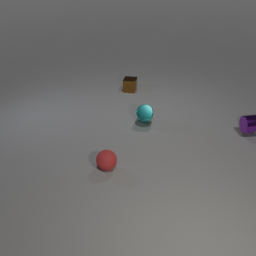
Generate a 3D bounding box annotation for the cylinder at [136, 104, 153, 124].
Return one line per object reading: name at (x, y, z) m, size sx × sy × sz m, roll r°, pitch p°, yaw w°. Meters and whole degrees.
cylinder at (0.718, -0.578, 11.874) m, size 0.700 × 0.700 × 0.700 m, roll 3°, pitch -10°, yaw 5°

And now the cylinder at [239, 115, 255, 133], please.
cylinder at (4.893, -0.168, 11.105) m, size 0.700 × 0.700 × 0.700 m, roll -5°, pitch 31°, yaw -3°

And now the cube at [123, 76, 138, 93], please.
cube at (0.120, -2.339, 15.114) m, size 0.700 × 0.700 × 0.700 m, roll 5°, pitch 31°, yaw 8°

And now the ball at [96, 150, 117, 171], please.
ball at (-0.715, 1.073, 9.358) m, size 0.700 × 0.700 × 0.700 m, roll 0°, pitch 31°, yaw 0°
